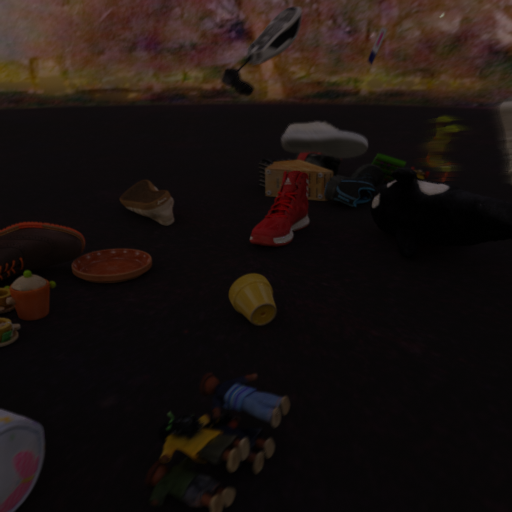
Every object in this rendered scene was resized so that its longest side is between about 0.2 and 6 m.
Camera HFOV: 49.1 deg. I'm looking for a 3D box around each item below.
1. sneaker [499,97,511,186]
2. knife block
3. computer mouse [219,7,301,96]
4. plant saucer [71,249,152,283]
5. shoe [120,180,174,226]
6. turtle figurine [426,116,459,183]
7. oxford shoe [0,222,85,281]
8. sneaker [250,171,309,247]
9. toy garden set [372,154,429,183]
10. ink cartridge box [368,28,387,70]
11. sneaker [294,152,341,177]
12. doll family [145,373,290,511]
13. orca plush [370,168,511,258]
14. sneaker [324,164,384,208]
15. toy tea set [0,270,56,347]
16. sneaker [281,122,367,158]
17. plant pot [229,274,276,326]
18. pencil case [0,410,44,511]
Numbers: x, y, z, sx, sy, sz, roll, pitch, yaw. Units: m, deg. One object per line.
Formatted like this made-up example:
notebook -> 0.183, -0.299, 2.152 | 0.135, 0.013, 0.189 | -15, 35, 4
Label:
sneaker -> 4.238, -1.508, 8.578 | 0.872, 2.002, 0.746 | -42, 20, -12
knife block -> 1.239, -2.410, 16.891 | 2.655, 0.849, 2.331 | 7, 22, 20
computer mouse -> 0.206, -3.899, 10.715 | 2.029, 0.445, 1.113 | -46, 36, 0
plant saucer -> -2.695, 0.198, 10.514 | 1.456, 0.235, 1.456 | -1, 19, 0
shoe -> -2.767, -1.326, 14.296 | 0.954, 0.728, 2.729 | -39, 28, -14
turtle figurine -> 2.418, -1.470, 7.471 | 0.292, 0.731, 0.906 | 5, 43, -1
oxford shoe -> -4.490, 0.139, 9.964 | 2.884, 1.026, 1.046 | -10, 44, -20
sneaker -> 0.525, -1.149, 12.512 | 0.962, 1.418, 2.454 | 7, 21, 19
toy garden set -> 4.273, -2.452, 17.117 | 1.617, 0.387, 1.939 | 19, -4, 5
ink cartridge box -> 3.007, -5.197, 14.046 | 0.179, 0.965, 0.457 | 21, -17, 4
sneaker -> 2.289, -2.941, 18.407 | 1.260, 0.911, 2.579 | 27, 23, 28
doll family -> -0.427, 1.756, 5.584 | 1.015, 0.689, 1.756 | 7, 15, 31
orca plush -> 3.665, -0.382, 11.263 | 4.389, 1.560, 2.309 | 29, -10, 47
sneaker -> 2.954, -1.857, 15.656 | 1.019, 0.911, 2.488 | 33, 40, 30
toy tea set -> -3.882, 0.748, 8.172 | 1.205, 0.750, 2.027 | 3, 20, 9
sneaker -> 1.462, -2.546, 11.888 | 1.821, 0.665, 0.645 | 9, 59, 11
plant pot -> -0.007, 0.711, 8.551 | 0.669, 0.669, 0.629 | -8, 37, -21
pencil case -> -3.060, 1.720, 5.216 | 2.185, 0.908, 0.991 | 8, 32, 23
